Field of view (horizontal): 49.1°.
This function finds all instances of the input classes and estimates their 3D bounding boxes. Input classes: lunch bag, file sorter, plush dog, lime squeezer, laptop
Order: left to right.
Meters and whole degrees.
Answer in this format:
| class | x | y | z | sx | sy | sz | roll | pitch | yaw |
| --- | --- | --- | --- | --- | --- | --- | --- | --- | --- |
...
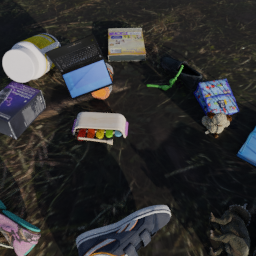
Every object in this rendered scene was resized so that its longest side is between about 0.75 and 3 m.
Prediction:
| class | x | y | z | sx | sy | sz | roll | pitch | yaw |
| --- | --- | --- | --- | --- | --- | --- | --- | --- | --- |
| laptop | -1.726 | -2.190 | 10.435 | 1.814 | 2.047 | 1.057 | -20 | 69 | 3 |
| lime squeezer | 1.747 | -2.031 | 12.239 | 1.778 | 0.335 | 0.628 | -28 | 62 | 12 |
| lunch bag | 3.634 | -1.073 | 11.433 | 1.253 | 0.783 | 1.665 | -10 | 62 | -10 |
| plush dog | 3.338 | -0.216 | 10.443 | 1.058 | 0.909 | 0.849 | 7 | 49 | 6 |
| file sorter | 5.262 | 0.225 | 9.701 | 1.662 | 1.470 | 2.396 | 32 | 56 | 24 |

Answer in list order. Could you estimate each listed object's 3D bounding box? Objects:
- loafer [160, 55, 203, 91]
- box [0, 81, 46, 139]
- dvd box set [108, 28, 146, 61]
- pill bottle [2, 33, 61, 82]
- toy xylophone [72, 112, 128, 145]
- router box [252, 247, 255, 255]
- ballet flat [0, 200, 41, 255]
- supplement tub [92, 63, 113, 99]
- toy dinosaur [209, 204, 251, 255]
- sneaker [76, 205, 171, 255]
| class | x | y | z | sx | sy | sz | roll | pitch | yaw |
| --- | --- | --- | --- | --- | --- | --- | --- | --- | --- |
| loafer | 2.399 | -2.657 | 12.580 | 0.855 | 0.884 | 2.519 | -28 | 55 | -22 |
| box | -4.386 | -0.726 | 10.824 | 1.424 | 1.004 | 1.924 | 19 | 51 | 15 |
| dvd box set | -0.100 | -4.326 | 14.378 | 1.848 | 0.371 | 2.525 | -3 | 49 | -2 |
| pill bottle | -3.993 | -2.998 | 11.908 | 1.569 | 1.569 | 2.746 | 7 | 29 | 6 |
| toy xylophone | -1.099 | 0.025 | 10.477 | 2.162 | 0.543 | 1.583 | 9 | 50 | 8 |
| router box | 5.067 | 3.323 | 7.369 | 2.905 | 0.902 | 2.176 | 27 | 54 | 22 |
| ballet flat | -3.803 | 2.641 | 8.041 | 2.911 | 1.006 | 1.036 | 28 | 74 | 22 |
| supplement tub | -1.132 | -2.007 | 11.981 | 0.944 | 0.944 | 1.540 | 0 | 50 | 0 |
| toy dinosaur | 2.860 | 2.966 | 7.705 | 1.201 | 0.904 | 2.348 | 2 | 46 | 12 |
| sneaker | 0.019 | 3.048 | 7.528 | 2.716 | 1.065 | 1.079 | -22 | 46 | -4 |
